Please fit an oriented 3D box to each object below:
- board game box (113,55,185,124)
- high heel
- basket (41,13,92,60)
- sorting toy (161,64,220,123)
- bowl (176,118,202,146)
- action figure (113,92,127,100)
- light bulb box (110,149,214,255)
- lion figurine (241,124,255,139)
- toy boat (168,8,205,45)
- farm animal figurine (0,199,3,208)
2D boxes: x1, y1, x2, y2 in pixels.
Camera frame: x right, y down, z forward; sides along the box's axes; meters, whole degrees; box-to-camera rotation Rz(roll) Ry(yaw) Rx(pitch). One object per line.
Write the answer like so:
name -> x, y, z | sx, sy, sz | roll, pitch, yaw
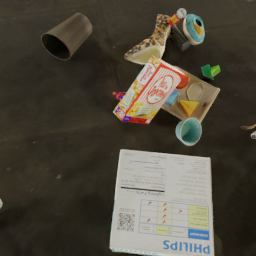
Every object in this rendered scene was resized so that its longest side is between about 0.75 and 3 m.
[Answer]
board game box -> 0.663, -1.064, 8.510 | 0.468, 1.533, 2.023 | 47, 113, 28
high heel -> 0.773, -3.442, 10.654 | 2.739, 0.978, 1.953 | -20, 63, -20
basket -> -2.219, -3.535, 10.647 | 1.480, 1.116, 1.641 | 20, 58, 30
sorting toy -> 2.203, -1.526, 9.950 | 1.985, 0.395, 2.685 | 30, 66, 15
bowl -> 1.865, 0.097, 8.937 | 0.879, 0.460, 0.879 | -4, 99, -30
action figure -> -0.015, -1.082, 9.808 | 1.081, 0.279, 0.354 | 15, 66, 11
light bulb box -> 0.845, 2.050, 7.408 | 2.431, 1.530, 2.452 | 5, 63, 2
lion figurine -> 4.930, -0.320, 8.721 | 1.457, 0.862, 2.379 | -34, 23, -35
toy boat -> 2.362, -3.939, 10.702 | 1.637, 0.761, 1.376 | 16, 61, -31
farm animal figurine -> -4.423, 2.273, 7.542 | 1.743, 1.762, 0.919 | 12, 56, -26
